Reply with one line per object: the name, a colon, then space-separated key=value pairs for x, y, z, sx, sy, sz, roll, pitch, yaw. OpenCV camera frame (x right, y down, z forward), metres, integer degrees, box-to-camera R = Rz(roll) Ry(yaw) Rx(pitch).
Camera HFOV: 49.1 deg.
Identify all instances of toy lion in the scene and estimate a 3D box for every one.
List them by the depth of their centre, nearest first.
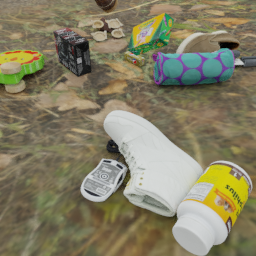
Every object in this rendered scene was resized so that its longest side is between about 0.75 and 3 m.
toy lion: x=-4.424 y=-2.178 z=9.905 sx=2.673 sy=0.918 sz=2.562 roll=-2 pitch=34 yaw=-2

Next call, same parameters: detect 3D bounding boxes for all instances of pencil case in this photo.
pencil case: x=2.165 y=-2.070 z=9.460 sx=2.550 sy=1.085 sz=1.178 roll=-4 pitch=62 yaw=-6

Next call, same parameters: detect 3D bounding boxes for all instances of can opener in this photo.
can opener: x=4.437 y=-2.618 z=10.488 sx=1.732 sy=0.579 sz=0.462 roll=-5 pitch=41 yaw=-5

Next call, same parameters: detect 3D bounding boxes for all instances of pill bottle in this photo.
pill bottle: x=1.623 y=1.516 z=5.434 sx=0.986 sy=0.986 sz=1.805 roll=27 pitch=48 yaw=28

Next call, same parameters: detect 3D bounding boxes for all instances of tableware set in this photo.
tableware set: x=-0.932 y=-4.467 z=12.652 sx=1.612 sy=0.187 sz=1.347 roll=-11 pitch=61 yaw=-14

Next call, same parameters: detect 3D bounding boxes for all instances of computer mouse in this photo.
computer mouse: x=-0.424 y=1.035 z=6.459 sx=1.072 sy=0.429 sz=1.955 roll=22 pitch=40 yaw=16

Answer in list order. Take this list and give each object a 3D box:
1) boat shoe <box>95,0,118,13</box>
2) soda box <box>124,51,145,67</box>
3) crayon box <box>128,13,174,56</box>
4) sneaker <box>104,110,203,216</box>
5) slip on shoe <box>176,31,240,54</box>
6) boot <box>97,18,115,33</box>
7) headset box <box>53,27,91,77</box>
boat shoe: x=-0.755 y=-4.108 z=7.384 sx=0.729 sy=0.728 sz=2.071 roll=-22 pitch=73 yaw=20
soda box: x=0.241 y=-2.661 z=10.759 sx=0.273 sy=0.289 sz=0.854 roll=-32 pitch=51 yaw=-31
crayon box: x=0.449 y=-1.895 z=5.749 sx=0.973 sy=0.283 sz=0.578 roll=-2 pitch=69 yaw=52
sneaker: x=0.212 y=0.735 z=6.100 sx=2.627 sy=0.968 sz=1.518 roll=35 pitch=51 yaw=16
slip on shoe: x=3.056 y=-2.972 z=10.592 sx=2.927 sy=1.113 sz=0.887 roll=-21 pitch=46 yaw=-32
boot: x=-1.019 y=-4.846 z=13.308 sx=0.892 sy=0.388 sz=1.073 roll=20 pitch=42 yaw=4
headset box: x=-2.068 y=-2.811 z=10.215 sx=0.642 sy=1.237 sz=1.662 roll=-26 pitch=47 yaw=-28
